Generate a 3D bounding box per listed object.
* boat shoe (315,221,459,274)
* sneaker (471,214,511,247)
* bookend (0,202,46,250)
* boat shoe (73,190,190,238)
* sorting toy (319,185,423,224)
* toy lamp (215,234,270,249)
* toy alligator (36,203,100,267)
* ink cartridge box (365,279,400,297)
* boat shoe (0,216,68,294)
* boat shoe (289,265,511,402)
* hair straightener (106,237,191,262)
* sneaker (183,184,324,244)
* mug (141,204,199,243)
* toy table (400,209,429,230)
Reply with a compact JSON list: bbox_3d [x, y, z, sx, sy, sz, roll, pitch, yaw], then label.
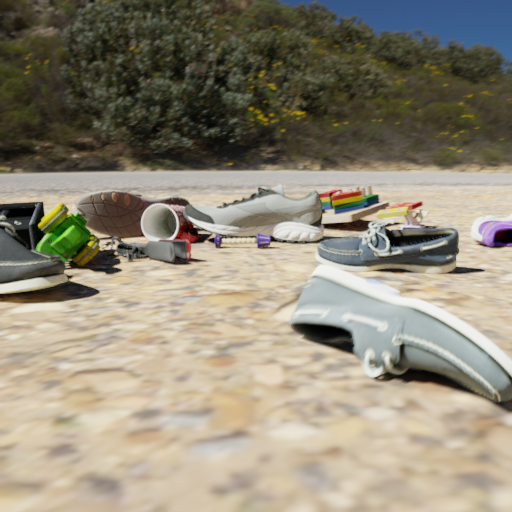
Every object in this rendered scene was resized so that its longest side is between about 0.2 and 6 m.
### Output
[{"bbox_3d":[2.207,-0.172,9.556,2.393,0.740,0.896,4,31,17],"label":"boat shoe"},{"bbox_3d":[5.640,-0.467,12.010,1.987,0.801,0.829,-11,28,-10],"label":"sneaker"},{"bbox_3d":[-5.029,-0.476,10.978,1.588,0.732,1.578,-5,22,-12],"label":"bookend"},{"bbox_3d":[-3.019,-0.998,13.579,2.962,1.122,1.064,3,3,-37],"label":"boat shoe"},{"bbox_3d":[2.285,-1.393,15.023,4.267,0.722,2.057,0,13,42],"label":"sorting toy"},{"bbox_3d":[-0.274,-0.307,11.690,1.150,0.335,0.335,1,11,5],"label":"toy lamp"},{"bbox_3d":[-3.632,-0.349,10.560,0.929,1.015,3.424,-43,19,-5],"label":"toy alligator"},{"bbox_3d":[1.175,0.563,6.926,0.952,0.401,0.688,-1,11,-17],"label":"ink cartridge box"},{"bbox_3d":[-4.182,-0.102,8.507,3.480,1.177,1.250,10,13,36],"label":"boat shoe"},{"bbox_3d":[1.258,0.834,5.308,0.782,0.922,2.531,-49,37,-12],"label":"boat shoe"},{"bbox_3d":[-2.199,-0.161,10.597,2.113,0.432,0.813,11,15,40],"label":"hair straightener"},{"bbox_3d":[-0.039,-1.004,12.550,3.163,1.254,1.169,2,11,-3],"label":"sneaker"},{"bbox_3d":[-1.866,-0.640,12.729,0.874,1.163,1.310,-35,-1,14],"label":"mug"},{"bbox_3d":[4.089,-0.945,14.529,0.777,0.495,0.845,7,12,31],"label":"toy table"}]
